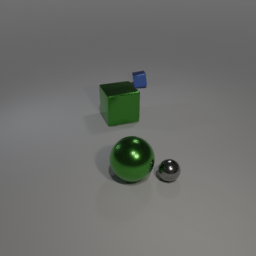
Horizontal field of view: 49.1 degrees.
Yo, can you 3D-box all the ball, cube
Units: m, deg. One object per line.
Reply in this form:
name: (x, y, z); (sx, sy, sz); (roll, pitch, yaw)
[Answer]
ball: (1.286, 1.309, 8.718); (0.700, 0.700, 0.700); (0, 30, 0)
ball: (0.129, 0.947, 8.636); (1.400, 1.400, 1.400); (0, 30, 0)
cube: (0.632, -2.704, 15.474); (0.700, 0.700, 0.700); (-10, 26, 0)
cube: (-0.379, -1.084, 12.143); (1.400, 1.400, 1.400); (-10, 32, -17)
